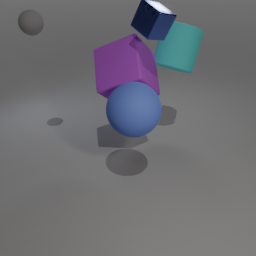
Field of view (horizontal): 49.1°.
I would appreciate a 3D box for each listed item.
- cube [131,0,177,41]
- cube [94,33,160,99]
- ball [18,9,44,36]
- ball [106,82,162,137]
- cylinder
[{"bbox_3d":[0.631,-2.680,6.987,0.700,0.700,0.700,-16,54,-45],"label":"cube"},{"bbox_3d":[-0.020,-1.634,8.248,1.400,1.400,1.400,-14,-18,25],"label":"cube"},{"bbox_3d":[-2.763,-3.001,7.985,0.700,0.700,0.700,0,28,0],"label":"ball"},{"bbox_3d":[0.144,-0.462,7.078,1.400,1.400,1.400,0,28,0],"label":"ball"},{"bbox_3d":[1.684,-2.703,9.513,1.400,1.400,1.400,14,11,-3],"label":"cylinder"}]
